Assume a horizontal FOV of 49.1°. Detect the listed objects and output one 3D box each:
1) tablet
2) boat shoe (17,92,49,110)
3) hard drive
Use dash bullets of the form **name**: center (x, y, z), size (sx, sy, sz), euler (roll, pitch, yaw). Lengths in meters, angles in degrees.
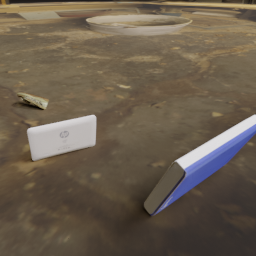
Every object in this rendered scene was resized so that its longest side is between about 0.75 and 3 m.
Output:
- **tablet**: center (-1.534, 0.249, 6.726), size (1.604, 1.043, 0.110), euler (-14, 45, -23)
- **boat shoe**: center (-3.225, -0.930, 9.370), size (1.179, 0.370, 0.432), euler (16, 6, 19)
- **hard drive**: center (1.483, 0.692, 5.412), size (2.395, 1.580, 0.304), euler (-23, 61, -35)
